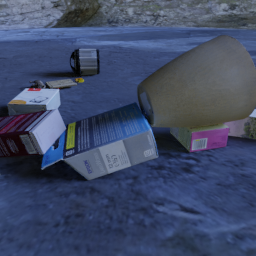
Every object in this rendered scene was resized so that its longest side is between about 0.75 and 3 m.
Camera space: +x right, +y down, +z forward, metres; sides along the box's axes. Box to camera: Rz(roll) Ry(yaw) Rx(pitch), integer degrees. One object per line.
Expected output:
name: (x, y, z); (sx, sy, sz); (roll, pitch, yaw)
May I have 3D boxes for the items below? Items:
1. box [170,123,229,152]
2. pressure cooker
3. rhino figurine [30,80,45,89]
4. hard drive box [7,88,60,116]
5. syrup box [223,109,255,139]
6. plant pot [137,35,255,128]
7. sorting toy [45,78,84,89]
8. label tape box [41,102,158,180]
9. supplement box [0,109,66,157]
box: (2.300, 0.073, 9.240); (1.304, 0.717, 1.482); (-7, 27, -15)
pressure cooker: (-2.625, -4.056, 17.052); (1.810, 1.617, 1.592); (-3, 28, -9)
rhino figurine: (-4.577, -2.138, 14.361); (0.619, 0.423, 1.416); (-13, 30, -27)
hard drive box: (-3.760, -0.971, 11.454); (1.512, 0.745, 1.940); (1, 25, 0)
syrup box: (4.341, -0.145, 9.573); (2.082, 0.820, 0.848); (8, 26, 19)
plant pot: (1.781, -1.075, 8.314); (2.799, 2.622, 2.622); (-18, 28, -10)
sorting toy: (-3.306, -2.381, 15.121); (2.015, 0.270, 1.502); (-12, 23, -25)
label tape box: (-0.827, 0.424, 8.037); (2.924, 0.966, 2.095); (-20, 26, 0)
supplement box: (-3.230, 0.186, 8.141); (2.465, 0.751, 1.342); (-5, 29, 23)
